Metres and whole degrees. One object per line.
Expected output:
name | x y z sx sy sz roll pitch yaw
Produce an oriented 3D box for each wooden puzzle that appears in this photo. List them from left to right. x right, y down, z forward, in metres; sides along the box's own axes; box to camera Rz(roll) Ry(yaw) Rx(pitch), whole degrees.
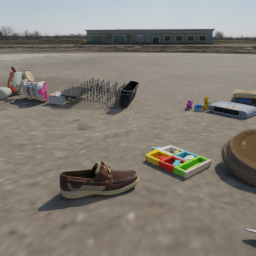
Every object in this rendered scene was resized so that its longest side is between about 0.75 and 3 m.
wooden puzzle | 4.861 -1.190 10.689 1.569 0.392 1.694 8 15 23

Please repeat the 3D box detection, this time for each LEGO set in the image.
LEGO set | 2.501 -0.855 9.511 1.031 0.423 0.393 -8 20 -23

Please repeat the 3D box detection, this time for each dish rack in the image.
dish rack | -1.044 -1.413 10.488 2.718 0.741 2.085 9 18 7

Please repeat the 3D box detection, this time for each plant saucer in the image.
plant saucer | 2.585 0.473 5.059 1.701 0.251 1.701 -3 30 2

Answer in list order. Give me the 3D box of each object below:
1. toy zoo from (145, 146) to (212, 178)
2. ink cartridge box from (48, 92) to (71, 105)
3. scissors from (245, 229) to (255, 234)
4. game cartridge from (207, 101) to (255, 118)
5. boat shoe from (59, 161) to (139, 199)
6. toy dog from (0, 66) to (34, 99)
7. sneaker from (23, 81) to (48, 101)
toy zoo | 0.900 0.600 5.484 0.790 0.123 1.204 -16 24 -39
ink cartridge box | -2.555 -1.122 10.494 0.571 0.325 0.784 2 18 7
scissors | 2.724 1.468 2.646 2.897 0.202 1.060 6 21 13
game cartridge | 3.391 -0.616 9.082 0.897 0.280 1.348 -22 28 -40
boat shoe | -0.438 0.766 4.414 1.280 0.461 0.462 -5 18 -14
toy dog | -4.897 -2.003 11.742 1.414 1.033 2.144 -35 15 2
sneaker | -3.596 -1.402 10.822 0.832 0.767 1.886 -8 11 -21
